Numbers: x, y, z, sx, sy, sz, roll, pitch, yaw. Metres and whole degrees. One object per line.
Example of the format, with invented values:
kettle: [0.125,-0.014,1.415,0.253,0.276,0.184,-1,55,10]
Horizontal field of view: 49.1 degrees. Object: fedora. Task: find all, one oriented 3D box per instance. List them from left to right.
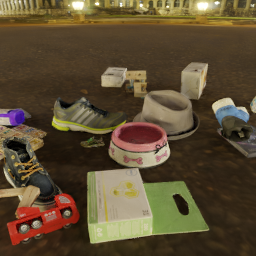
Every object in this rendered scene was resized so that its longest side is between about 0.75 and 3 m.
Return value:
fedora: [1.369,-0.648,10.321,2.276,1.162,2.574,-28,40,-28]

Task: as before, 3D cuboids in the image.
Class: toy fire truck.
toy fire truck: [-2.178,1.724,6.085,1.942,0.473,1.370,-13,47,-25]

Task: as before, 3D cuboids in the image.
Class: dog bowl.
dog bowl: [0.358,0.453,8.869,1.987,0.733,1.987,0,26,0]

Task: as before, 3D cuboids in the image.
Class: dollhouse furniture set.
dollhouse furniture set: [0.373,-1.947,13.892,1.042,1.048,1.487,0,55,1]

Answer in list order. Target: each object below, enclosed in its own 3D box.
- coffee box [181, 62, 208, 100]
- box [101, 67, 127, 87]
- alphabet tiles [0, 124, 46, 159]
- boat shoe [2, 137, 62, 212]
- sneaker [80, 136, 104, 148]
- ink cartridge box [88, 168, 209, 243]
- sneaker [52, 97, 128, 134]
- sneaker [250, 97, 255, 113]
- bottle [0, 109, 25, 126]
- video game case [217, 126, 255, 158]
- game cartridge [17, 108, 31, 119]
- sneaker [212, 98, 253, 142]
coffee box: [3.383,-2.455,14.238,0.921,1.321,2.311,9,26,20]
box: [-0.761,-2.938,16.052,1.148,0.592,1.969,3,26,7]
alphabet tiles: [-4.092,0.435,9.549,2.381,0.174,2.329,15,29,29]
boat shoe: [-2.528,1.099,7.068,0.875,1.122,2.473,-23,34,-39]
sneaker: [-1.197,0.424,9.352,0.812,0.360,0.312,-4,26,-7]
ink cartridge box: [0.359,1.665,6.558,2.561,0.614,1.863,-5,26,-6]
sneaker: [-1.453,-0.512,10.354,2.882,1.166,1.065,2,26,3]
sneaker: [5.942,-1.222,12.387,0.708,0.714,1.971,15,28,30]
bottle: [-4.941,-0.425,10.767,1.817,0.593,0.759,1,13,13]
video game case: [4.146,0.395,9.600,1.376,0.183,1.927,-6,26,-11]
game cartridge: [-4.547,-0.538,11.556,0.691,0.216,1.038,-26,36,-35]
sneaker: [3.718,-0.087,9.588,0.920,1.334,2.397,-26,-25,27]
